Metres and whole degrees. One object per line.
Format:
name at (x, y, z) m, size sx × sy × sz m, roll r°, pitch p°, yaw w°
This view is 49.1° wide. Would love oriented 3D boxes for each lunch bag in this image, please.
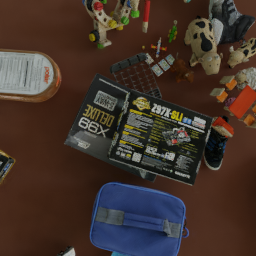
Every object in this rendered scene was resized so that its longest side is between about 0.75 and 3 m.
lunch bag at (0.330, 2.517, 7.612) m, size 2.634 × 1.742 × 1.789 m, roll 11°, pitch 81°, yaw 2°

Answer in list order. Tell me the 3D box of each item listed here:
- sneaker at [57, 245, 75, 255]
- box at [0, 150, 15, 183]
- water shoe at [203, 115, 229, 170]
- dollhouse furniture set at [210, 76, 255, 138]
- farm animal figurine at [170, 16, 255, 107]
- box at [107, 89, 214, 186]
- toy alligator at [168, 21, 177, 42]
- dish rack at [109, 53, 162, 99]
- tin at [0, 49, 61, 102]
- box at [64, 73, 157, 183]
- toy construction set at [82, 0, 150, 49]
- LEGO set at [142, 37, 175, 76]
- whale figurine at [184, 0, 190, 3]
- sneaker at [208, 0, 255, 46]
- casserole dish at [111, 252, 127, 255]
sneaker at (-2.404, 4.520, 7.743) m, size 2.647 × 0.880 × 1.198 m, roll -33°, pitch 80°, yaw -7°
box at (-4.735, 1.413, 8.420) m, size 1.688 × 0.522 × 2.115 m, roll 31°, pitch 82°, yaw 6°
water shoe at (2.686, 0.425, 8.491) m, size 0.598 × 0.660 × 1.673 m, roll 8°, pitch 81°, yaw 1°
dollhouse furniture set at (3.113, -0.499, 8.057) m, size 1.582 × 0.815 × 1.565 m, roll 39°, pitch 88°, yaw -12°
farm animal figurine at (2.873, -1.989, 8.482) m, size 2.817 × 1.416 × 2.275 m, roll 24°, pitch 82°, yaw 4°
box at (0.889, 0.281, 7.715) m, size 2.469 × 0.609 × 1.972 m, roll 18°, pitch 83°, yaw -7°
toy alligator at (1.484, -3.145, 9.058) m, size 0.239 × 0.806 × 0.219 m, roll 29°, pitch 53°, yaw 13°
dish rack at (0.275, -1.403, 8.813) m, size 1.294 × 0.460 × 1.686 m, roll -22°, pitch 97°, yaw 2°
tin at (-3.584, -1.674, 8.904) m, size 2.821 × 0.591 × 1.579 m, roll 4°, pitch 85°, yaw 0°
box at (-0.120, 0.016, 8.272) m, size 2.821 × 0.702 × 2.225 m, roll 25°, pitch 85°, yaw -6°
toy construction set at (-0.364, -3.295, 8.832) m, size 2.028 × 1.558 × 1.691 m, roll 17°, pitch 36°, yaw 19°
LEGO set at (0.962, -2.375, 9.141) m, size 0.839 × 0.276 × 1.124 m, roll -37°, pitch 83°, yaw -9°
whale figurine at (2.091, -4.825, 8.959) m, size 0.924 × 1.417 × 1.781 m, roll 5°, pitch 60°, yaw -1°
sneaker at (3.354, -3.750, 9.069) m, size 1.322 × 0.877 × 2.324 m, roll 6°, pitch 87°, yaw 0°
casserole dish at (-0.028, 4.141, 7.773) m, size 0.981 × 0.314 × 1.620 m, roll 0°, pitch 45°, yaw -1°
